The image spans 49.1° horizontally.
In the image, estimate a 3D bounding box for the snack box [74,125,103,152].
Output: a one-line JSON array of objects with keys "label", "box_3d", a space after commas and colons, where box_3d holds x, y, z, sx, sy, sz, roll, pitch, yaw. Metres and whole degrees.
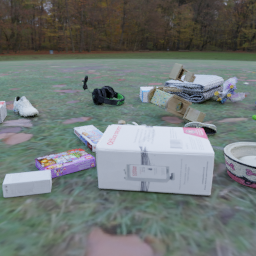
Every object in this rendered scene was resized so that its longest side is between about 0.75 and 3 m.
[{"label": "snack box", "box_3d": [-1.235, 0.312, 9.713, 0.730, 0.247, 2.031, -9, 20, -25]}]

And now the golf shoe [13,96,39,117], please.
[{"label": "golf shoe", "box_3d": [-4.771, -1.009, 12.911, 1.749, 0.850, 0.685, 16, 21, 36]}]

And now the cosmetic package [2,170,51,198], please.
[{"label": "cosmetic package", "box_3d": [-2.307, 1.283, 6.485, 1.023, 0.379, 0.520, -2, 18, -13]}]

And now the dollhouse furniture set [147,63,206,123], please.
[{"label": "dollhouse furniture set", "box_3d": [2.243, -1.585, 11.722, 1.321, 2.101, 2.375, 18, 10, -37]}]

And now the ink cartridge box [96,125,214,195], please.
[{"label": "ink cartridge box", "box_3d": [0.671, 0.700, 7.098, 2.618, 1.084, 1.918, 2, 18, 7]}]

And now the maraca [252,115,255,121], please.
[{"label": "maraca", "box_3d": [4.944, 0.081, 8.598, 1.738, 1.356, 2.535, 15, 17, -14]}]

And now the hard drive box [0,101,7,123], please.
[{"label": "hard drive box", "box_3d": [-6.255, -0.636, 11.984, 1.769, 0.679, 1.379, -4, 19, -14]}]

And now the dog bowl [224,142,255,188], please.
[{"label": "dog bowl", "box_3d": [3.308, 0.941, 7.114, 1.730, 0.638, 1.730, -1, 17, 0]}]

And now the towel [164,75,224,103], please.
[{"label": "towel", "box_3d": [3.834, -2.296, 16.394, 2.324, 1.201, 2.807, -25, 26, -39]}]

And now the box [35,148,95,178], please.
[{"label": "box", "box_3d": [-1.722, 0.939, 7.698, 1.388, 0.271, 0.950, -12, 21, -32]}]

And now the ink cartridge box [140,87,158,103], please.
[{"label": "ink cartridge box", "box_3d": [1.288, -1.995, 16.314, 1.116, 0.643, 1.928, -1, 18, -4]}]

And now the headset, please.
[{"label": "headset", "box_3d": [-1.375, -1.987, 15.333, 2.613, 1.228, 1.614, 20, 24, 22]}]

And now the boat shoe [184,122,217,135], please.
[{"label": "boat shoe", "box_3d": [2.674, 0.038, 10.285, 1.168, 0.417, 0.349, 5, 20, 6]}]

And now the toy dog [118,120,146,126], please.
[{"label": "toy dog", "box_3d": [0.103, 0.059, 9.966, 1.043, 0.688, 0.502, 20, -19, -3]}]

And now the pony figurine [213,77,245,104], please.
[{"label": "pony figurine", "box_3d": [5.387, -1.914, 15.132, 1.605, 1.385, 1.663, -25, -6, 15]}]
